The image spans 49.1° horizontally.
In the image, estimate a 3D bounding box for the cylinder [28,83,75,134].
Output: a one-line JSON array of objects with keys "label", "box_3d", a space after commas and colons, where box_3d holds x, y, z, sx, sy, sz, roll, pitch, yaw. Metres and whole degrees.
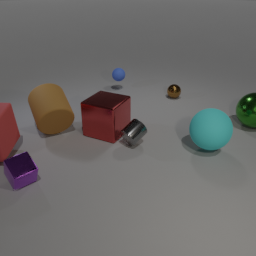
[{"label": "cylinder", "box_3d": [-2.906, -0.718, 10.583, 1.400, 1.400, 1.400, -14, 55, -25]}]

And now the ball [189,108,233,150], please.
[{"label": "ball", "box_3d": [2.765, 0.041, 9.371, 1.400, 1.400, 1.400, 0, 28, 0]}]

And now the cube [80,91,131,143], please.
[{"label": "cube", "box_3d": [-0.809, -0.465, 10.698, 1.400, 1.400, 1.400, 13, 31, 23]}]

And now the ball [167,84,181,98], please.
[{"label": "ball", "box_3d": [2.303, -1.837, 14.004, 0.700, 0.700, 0.700, 0, 28, 0]}]

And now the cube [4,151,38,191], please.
[{"label": "cube", "box_3d": [-3.078, 1.236, 8.043, 0.700, 0.700, 0.700, -24, 63, -37]}]

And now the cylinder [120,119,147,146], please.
[{"label": "cylinder", "box_3d": [0.204, 0.145, 9.892, 0.700, 0.700, 0.700, -44, 46, -20]}]

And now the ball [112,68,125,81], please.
[{"label": "ball", "box_3d": [-0.492, -2.809, 14.736, 0.700, 0.700, 0.700, 0, 28, 0]}]

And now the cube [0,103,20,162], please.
[{"label": "cube", "box_3d": [-4.546, 0.109, 9.029, 1.400, 1.400, 1.400, 2, 35, 3]}]

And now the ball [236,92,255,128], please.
[{"label": "ball", "box_3d": [4.989, -0.696, 11.028, 1.400, 1.400, 1.400, 0, 28, 0]}]
